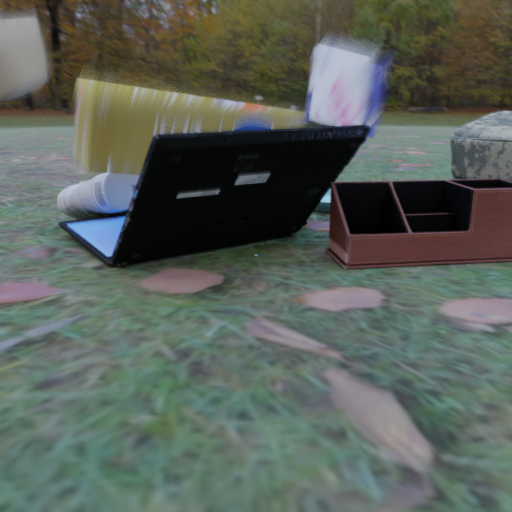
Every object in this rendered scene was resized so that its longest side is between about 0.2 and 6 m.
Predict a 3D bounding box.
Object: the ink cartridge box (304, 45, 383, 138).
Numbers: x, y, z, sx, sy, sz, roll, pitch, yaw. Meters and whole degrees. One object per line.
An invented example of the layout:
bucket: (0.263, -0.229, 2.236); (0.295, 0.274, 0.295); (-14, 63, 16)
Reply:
ink cartridge box: (1.485, -2.674, 9.167); (1.268, 1.245, 0.275); (8, -2, -13)

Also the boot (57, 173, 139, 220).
boot: (-2.749, -1.294, 11.716); (1.383, 1.065, 2.895); (-7, 1, 28)

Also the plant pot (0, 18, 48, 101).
plant pot: (-4.197, -3.206, 9.335); (1.147, 1.017, 1.149); (-13, 18, 29)

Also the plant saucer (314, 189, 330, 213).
plant saucer: (1.893, -1.307, 13.021); (2.251, 0.308, 2.251); (1, 17, 0)

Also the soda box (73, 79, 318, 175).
soda box: (-0.890, -1.973, 9.261); (3.946, 1.263, 1.336); (0, 18, -28)

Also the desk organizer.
desk organizer: (2.696, -0.549, 8.834); (3.006, 1.157, 1.078); (-3, 16, -9)

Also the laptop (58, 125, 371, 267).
laptop: (-0.900, -1.221, 9.267); (3.642, 4.109, 2.122); (-12, 61, -34)

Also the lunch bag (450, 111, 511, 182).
lunch bag: (4.794, -1.331, 9.922); (1.744, 2.100, 2.503); (-24, 27, -26)
